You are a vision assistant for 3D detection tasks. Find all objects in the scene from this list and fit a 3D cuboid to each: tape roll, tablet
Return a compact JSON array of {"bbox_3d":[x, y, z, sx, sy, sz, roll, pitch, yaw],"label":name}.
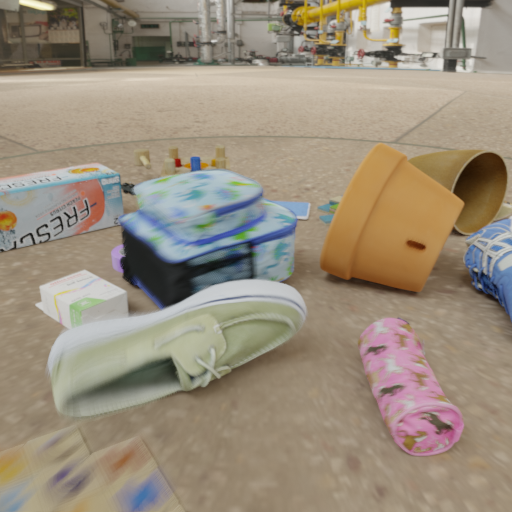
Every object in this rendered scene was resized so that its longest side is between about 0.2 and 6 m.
[{"bbox_3d":[-2.135,0.025,9.957,0.833,0.273,0.833,1,24,0],"label":"tape roll"},{"bbox_3d":[0.375,-1.042,12.604,1.639,0.112,1.066,4,24,7],"label":"tablet"}]

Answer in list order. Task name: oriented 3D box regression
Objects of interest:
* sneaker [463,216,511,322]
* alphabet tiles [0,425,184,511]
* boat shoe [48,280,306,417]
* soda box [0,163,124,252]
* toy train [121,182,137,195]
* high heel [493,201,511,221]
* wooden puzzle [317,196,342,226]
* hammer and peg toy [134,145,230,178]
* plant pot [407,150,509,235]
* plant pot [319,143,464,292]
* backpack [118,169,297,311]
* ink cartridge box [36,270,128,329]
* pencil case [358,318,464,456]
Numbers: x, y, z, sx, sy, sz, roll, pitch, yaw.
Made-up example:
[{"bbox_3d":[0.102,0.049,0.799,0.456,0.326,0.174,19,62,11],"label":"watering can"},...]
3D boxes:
[{"bbox_3d":[3.878,0.351,8.503,1.206,1.186,3.132,-17,17,26],"label":"sneaker"},{"bbox_3d":[-1.781,2.518,4.442,2.580,0.098,3.101,-14,27,-29],"label":"alphabet tiles"},{"bbox_3d":[-0.835,1.159,6.601,3.109,1.119,0.964,-15,39,-7],"label":"boat shoe"},{"bbox_3d":[-4.482,-0.932,11.065,3.565,1.133,1.219,-18,29,-33],"label":"soda box"},{"bbox_3d":[-2.647,-1.567,13.602,1.653,0.282,0.378,16,25,31],"label":"toy train"},{"bbox_3d":[4.978,-1.195,12.380,1.479,0.528,1.054,0,28,23],"label":"high heel"},{"bbox_3d":[2.690,-1.090,12.570,3.096,0.218,1.836,-19,30,-37],"label":"wooden puzzle"},{"bbox_3d":[-1.897,-2.201,14.339,2.479,0.874,1.824,-2,25,-5],"label":"hammer and peg toy"},{"bbox_3d":[3.940,-1.491,11.727,1.703,1.703,1.828,-14,24,-28],"label":"plant pot"},{"bbox_3d":[2.239,-0.452,8.978,1.591,2.273,2.273,27,31,16],"label":"plant pot"},{"bbox_3d":[-0.645,-0.329,8.799,2.491,1.831,2.280,-14,29,-32],"label":"backpack"},{"bbox_3d":[-2.628,0.636,8.303,1.374,0.463,0.805,19,30,37],"label":"ink cartridge box"},{"bbox_3d":[1.673,1.402,6.248,0.769,0.736,1.778,-32,20,13],"label":"pencil case"}]
